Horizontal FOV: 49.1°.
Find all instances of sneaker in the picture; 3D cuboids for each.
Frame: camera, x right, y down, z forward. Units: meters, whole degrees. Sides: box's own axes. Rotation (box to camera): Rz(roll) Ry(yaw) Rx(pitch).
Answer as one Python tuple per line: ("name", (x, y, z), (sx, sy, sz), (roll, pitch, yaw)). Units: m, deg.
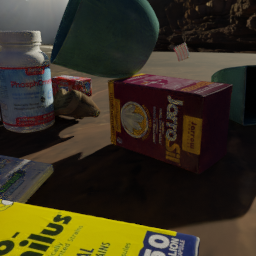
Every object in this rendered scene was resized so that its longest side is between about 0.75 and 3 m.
("sneaker", (-1.958, -0.682, 9.816), (1.119, 1.044, 2.963), (29, -6, -27))

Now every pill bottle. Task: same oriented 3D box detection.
("pill bottle", (-3.189, -1.451, 8.658), (1.591, 2.925, 1.591), (0, 20, 0))

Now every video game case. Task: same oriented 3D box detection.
("video game case", (-2.482, 1.091, 4.887), (1.641, 0.214, 1.803), (7, 31, 19))

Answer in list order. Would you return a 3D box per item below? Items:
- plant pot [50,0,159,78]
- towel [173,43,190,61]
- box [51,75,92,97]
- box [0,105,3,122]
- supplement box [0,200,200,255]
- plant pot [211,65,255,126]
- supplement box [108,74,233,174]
("plant pot", (-0.539, -2.662, 7.637), (2.255, 2.810, 2.810), (19, 11, -24))
("towel", (2.064, -2.897, 10.746), (0.122, 0.596, 0.814), (-28, 11, -16))
("box", (-2.703, -1.962, 13.352), (1.853, 0.885, 0.924), (12, 22, 32))
("box", (-4.211, -1.296, 10.247), (1.634, 1.618, 1.970), (11, 22, 30))
("supplement box", (-0.795, 1.559, 2.168), (2.488, 1.363, 1.354), (5, 19, 16))
("plant pot", (4.184, -1.310, 10.142), (1.886, 1.885, 2.668), (-5, 12, -14))
("supplement box", (0.933, -0.268, 6.949), (2.760, 1.806, 1.424), (15, 25, 40))
